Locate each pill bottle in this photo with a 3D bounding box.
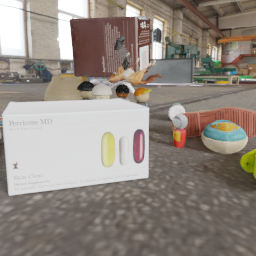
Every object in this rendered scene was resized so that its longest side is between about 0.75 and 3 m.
[{"bbox_3d":[2.132,-0.717,12.298,0.707,0.707,1.250,2,12,8],"label":"pill bottle"}]

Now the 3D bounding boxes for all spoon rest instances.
[{"bbox_3d":[-1.152,-1.562,13.998,2.909,0.882,1.445,-23,14,12],"label":"spoon rest"}]

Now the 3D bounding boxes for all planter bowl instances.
[{"bbox_3d":[-3.471,-2.069,16.110,2.739,1.843,2.739,1,12,0],"label":"planter bowl"}]

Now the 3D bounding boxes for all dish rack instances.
[{"bbox_3d":[-0.150,-2.392,9.110,0.265,0.971,0.745,-22,-6,-15],"label":"dish rack"}]

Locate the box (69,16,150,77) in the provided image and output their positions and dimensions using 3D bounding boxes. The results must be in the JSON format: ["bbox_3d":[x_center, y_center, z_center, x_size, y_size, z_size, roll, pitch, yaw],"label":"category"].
[{"bbox_3d":[-0.645,-3.520,12.080,2.854,2.343,2.368,4,21,15],"label":"box"}]

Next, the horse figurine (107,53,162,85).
[{"bbox_3d":[0.208,-1.873,9.466,1.870,1.239,0.467,29,-13,35],"label":"horse figurine"}]

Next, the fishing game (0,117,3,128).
[{"bbox_3d":[-5.339,-0.311,11.281,1.685,0.366,2.354,-7,13,-17],"label":"fishing game"}]

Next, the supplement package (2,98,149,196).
[{"bbox_3d":[-1.130,0.199,5.975,2.637,1.462,2.054,-5,12,-18],"label":"supplement package"}]

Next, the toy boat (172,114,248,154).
[{"bbox_3d":[2.234,0.110,7.741,2.006,0.932,1.686,2,12,10],"label":"toy boat"}]

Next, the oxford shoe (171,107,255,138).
[{"bbox_3d":[2.937,-0.227,9.209,2.923,1.035,1.079,3,10,14],"label":"oxford shoe"}]

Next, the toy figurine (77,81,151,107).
[{"bbox_3d":[-0.563,-0.887,10.574,2.465,1.742,2.504,-6,13,-25],"label":"toy figurine"}]

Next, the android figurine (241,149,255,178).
[{"bbox_3d":[3.515,0.792,5.347,2.523,0.569,2.771,10,15,40],"label":"android figurine"}]
